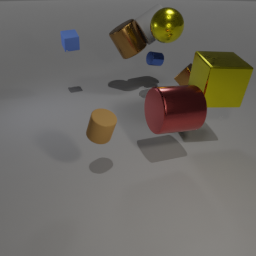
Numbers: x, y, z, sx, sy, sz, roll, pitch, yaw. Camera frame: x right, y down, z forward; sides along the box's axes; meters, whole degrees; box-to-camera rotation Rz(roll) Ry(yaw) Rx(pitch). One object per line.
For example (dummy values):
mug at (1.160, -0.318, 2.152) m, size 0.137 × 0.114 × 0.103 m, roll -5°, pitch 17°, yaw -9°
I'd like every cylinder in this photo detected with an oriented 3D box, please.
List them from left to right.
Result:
cylinder at (-0.713, -0.044, 7.492) m, size 0.700 × 0.700 × 0.700 m, roll 13°, pitch 40°, yaw -11°
cylinder at (0.003, -4.332, 13.676) m, size 1.400 × 1.400 × 1.400 m, roll -27°, pitch 27°, yaw 15°
cylinder at (1.245, -5.078, 13.772) m, size 1.400 × 1.400 × 1.400 m, roll -33°, pitch 30°, yaw 6°
cylinder at (1.419, -3.631, 14.708) m, size 0.700 × 0.700 × 0.700 m, roll -2°, pitch 25°, yaw -31°
cylinder at (1.398, -0.566, 8.447) m, size 1.400 × 1.400 × 1.400 m, roll -6°, pitch 28°, yaw -21°

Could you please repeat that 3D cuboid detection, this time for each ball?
ball at (1.615, -4.236, 11.588) m, size 1.400 × 1.400 × 1.400 m, roll 0°, pitch 28°, yaw 0°

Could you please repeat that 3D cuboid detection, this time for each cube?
cube at (-2.682, -4.057, 12.994) m, size 0.700 × 0.700 × 0.700 m, roll -14°, pitch 50°, yaw -18°
cube at (2.359, -1.989, 10.972) m, size 0.700 × 0.700 × 0.700 m, roll 48°, pitch 36°, yaw -2°
cube at (2.940, -1.604, 9.184) m, size 1.400 × 1.400 × 1.400 m, roll -1°, pitch 35°, yaw -9°
